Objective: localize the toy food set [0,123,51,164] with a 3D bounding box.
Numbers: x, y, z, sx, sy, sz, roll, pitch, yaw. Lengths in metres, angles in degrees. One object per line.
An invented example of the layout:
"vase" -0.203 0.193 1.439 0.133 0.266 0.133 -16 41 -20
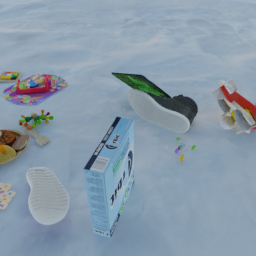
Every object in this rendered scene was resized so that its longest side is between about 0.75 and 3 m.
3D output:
"toy food set" -4.225 0.526 9.240 1.898 0.552 2.749 31 47 34

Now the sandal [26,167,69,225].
"sandal" -2.187 1.845 7.540 1.013 0.612 2.489 1 22 -23

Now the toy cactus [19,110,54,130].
"toy cactus" -3.483 -0.404 10.483 1.259 0.644 1.039 -20 28 -22

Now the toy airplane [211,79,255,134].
"toy airplane" 3.803 -0.675 9.991 2.220 1.573 2.229 45 22 29

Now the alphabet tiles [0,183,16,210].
"alphabet tiles" -3.707 1.939 7.780 1.010 0.075 1.033 8 38 9

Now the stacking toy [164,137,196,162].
"stacking toy" 1.738 0.687 9.343 0.703 0.219 0.933 31 45 32

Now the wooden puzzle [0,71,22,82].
"wooden puzzle" -5.735 -2.505 13.534 1.056 0.197 0.977 -5 38 -6

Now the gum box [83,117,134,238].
"gum box" -0.352 1.201 6.913 0.509 2.284 1.941 11 39 15

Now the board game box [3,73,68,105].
"board game box" -4.206 -2.018 12.602 2.231 0.550 2.824 22 42 26

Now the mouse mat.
"mouse mat" 0.552 -1.657 11.040 1.729 0.081 2.149 14 -8 43

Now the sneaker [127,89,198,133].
"sneaker" 1.384 -0.884 10.821 2.853 1.009 1.415 30 44 26
